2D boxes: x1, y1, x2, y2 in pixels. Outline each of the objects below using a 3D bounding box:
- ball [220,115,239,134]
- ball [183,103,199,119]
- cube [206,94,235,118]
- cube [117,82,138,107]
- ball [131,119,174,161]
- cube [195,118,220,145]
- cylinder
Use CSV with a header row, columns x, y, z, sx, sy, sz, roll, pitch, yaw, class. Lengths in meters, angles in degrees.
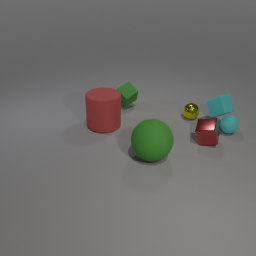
x,y,z,sx,sy,sz,roll,pitch,yaw,class
3.926,-0.135,10.859,0.700,0.700,0.700,0,29,0,ball
2.695,-0.723,11.967,0.700,0.700,0.700,0,29,0,ball
3.658,-0.870,11.054,0.700,0.700,0.700,-11,-6,-38,cube
-0.045,-1.531,12.756,0.700,0.700,0.700,-35,70,-20,cube
0.798,0.394,9.239,1.400,1.400,1.400,0,29,0,ball
2.901,0.133,10.186,0.700,0.700,0.700,-4,39,28,cube
-0.982,-0.741,11.253,1.400,1.400,1.400,1,29,-1,cylinder
